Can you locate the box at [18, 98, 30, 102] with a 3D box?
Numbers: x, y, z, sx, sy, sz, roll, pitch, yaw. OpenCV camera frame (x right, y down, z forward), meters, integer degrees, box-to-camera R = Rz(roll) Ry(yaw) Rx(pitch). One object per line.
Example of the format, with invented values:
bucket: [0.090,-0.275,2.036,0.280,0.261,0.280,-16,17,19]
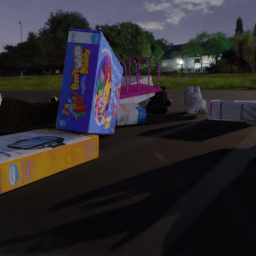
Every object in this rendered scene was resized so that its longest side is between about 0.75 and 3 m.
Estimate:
box: [-4.223,-0.655,10.212,0.906,0.786,1.482,-7,12,-37]

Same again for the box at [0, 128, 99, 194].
box: [-1.760,0.445,4.651,1.429,0.498,2.400,7,13,30]

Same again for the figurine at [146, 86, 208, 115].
figurine: [2.241,-1.129,12.726,2.747,1.183,2.680,2,18,10]

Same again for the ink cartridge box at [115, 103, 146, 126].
ink cartridge box: [-0.257,-0.475,9.511,1.508,0.507,0.876,-5,23,-24]

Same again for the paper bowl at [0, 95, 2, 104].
paper bowl: [-4.326,-0.488,6.460,2.414,1.255,2.414,20,17,-6]

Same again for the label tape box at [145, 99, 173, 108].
label tape box: [1.718,-1.343,15.401,1.344,0.444,0.963,5,12,19]

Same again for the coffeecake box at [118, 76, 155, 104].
coffeecake box: [-0.483,-1.430,12.128,2.599,0.950,1.995,-28,23,-33]

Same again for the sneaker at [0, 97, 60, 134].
sneaker: [-2.689,-0.268,8.234,2.994,1.055,1.131,-1,-13,-6]

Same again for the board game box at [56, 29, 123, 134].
board game box: [-0.716,-0.812,6.359,0.617,1.852,2.755,8,-1,7]

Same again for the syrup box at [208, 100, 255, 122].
syrup box: [3.924,-0.638,10.288,1.824,0.743,0.718,6,11,28]

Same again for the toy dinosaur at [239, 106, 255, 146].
toy dinosaur: [3.168,0.255,4.932,1.488,1.120,2.910,-11,15,6]

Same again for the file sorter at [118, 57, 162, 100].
file sorter: [0.000,-1.850,10.001,1.966,1.233,1.366,-15,22,-30]

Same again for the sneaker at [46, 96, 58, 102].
sneaker: [-3.545,-1.276,14.290,0.585,0.680,1.607,3,8,26]
